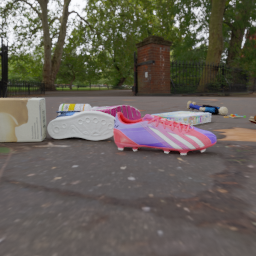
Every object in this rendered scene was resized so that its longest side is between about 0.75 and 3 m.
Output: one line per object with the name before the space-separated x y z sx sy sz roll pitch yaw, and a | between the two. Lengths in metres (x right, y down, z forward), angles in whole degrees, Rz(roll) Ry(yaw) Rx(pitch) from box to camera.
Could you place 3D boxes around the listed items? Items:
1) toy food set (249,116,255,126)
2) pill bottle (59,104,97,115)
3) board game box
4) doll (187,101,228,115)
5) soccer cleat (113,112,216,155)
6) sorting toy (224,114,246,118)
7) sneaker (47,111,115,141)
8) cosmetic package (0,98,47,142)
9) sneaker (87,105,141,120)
toy food set | 5.247 -0.206 10.369 1.212 0.300 1.906 26 1 -21
pill bottle | -2.132 -0.596 12.451 1.699 0.943 0.943 1 8 3
board game box | 2.547 -0.459 13.268 1.731 0.441 2.575 7 11 43
doll | 4.995 -1.189 17.591 1.787 0.635 2.618 3 11 -45
soccer cleat | 0.916 0.092 7.351 2.705 1.034 0.902 0 12 14
sorting toy | 6.006 -0.676 15.715 1.244 0.169 0.701 -2 9 -12
sneaker | -1.343 -0.211 9.581 2.435 0.981 1.783 -4 13 12
cosmetic package | -3.984 -0.265 8.817 2.623 1.380 0.932 -2 9 -5
sneaker | -0.706 -0.509 11.680 2.471 1.005 1.090 -1 10 -7
